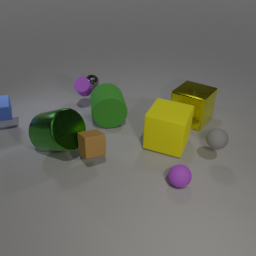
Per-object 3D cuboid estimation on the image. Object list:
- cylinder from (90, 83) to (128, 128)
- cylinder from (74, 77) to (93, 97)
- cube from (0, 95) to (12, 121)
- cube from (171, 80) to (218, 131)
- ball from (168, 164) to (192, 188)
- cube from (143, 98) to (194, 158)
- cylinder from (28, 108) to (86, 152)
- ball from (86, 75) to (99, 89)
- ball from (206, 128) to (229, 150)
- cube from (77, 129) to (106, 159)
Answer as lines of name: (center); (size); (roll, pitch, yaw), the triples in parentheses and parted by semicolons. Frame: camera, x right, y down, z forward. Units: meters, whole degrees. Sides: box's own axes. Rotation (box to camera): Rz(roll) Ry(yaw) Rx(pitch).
cylinder: (-0.812, -0.931, 11.469); (1.400, 1.400, 1.400); (-5, 33, -8)
cylinder: (-1.940, -1.794, 12.195); (0.700, 0.700, 0.700); (2, -8, 4)
cube: (-4.868, -0.747, 10.719); (0.700, 0.700, 0.700); (-9, 49, -17)
cube: (2.665, -0.952, 11.523); (1.400, 1.400, 1.400); (21, 38, 29)
ball: (1.554, 1.438, 8.397); (0.700, 0.700, 0.700); (0, 33, 0)
cube: (1.439, -0.038, 9.977); (1.400, 1.400, 1.400); (14, 36, 19)
cylinder: (-2.394, 0.095, 9.492); (1.400, 1.400, 1.400); (-5, 22, 42)
ball: (-1.810, -2.326, 14.053); (0.700, 0.700, 0.700); (0, 33, 0)
ball: (2.890, 0.346, 9.064); (0.700, 0.700, 0.700); (0, 33, 0)
cube: (-1.167, 0.500, 9.025); (0.700, 0.700, 0.700); (-10, 19, -27)
